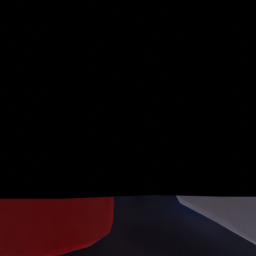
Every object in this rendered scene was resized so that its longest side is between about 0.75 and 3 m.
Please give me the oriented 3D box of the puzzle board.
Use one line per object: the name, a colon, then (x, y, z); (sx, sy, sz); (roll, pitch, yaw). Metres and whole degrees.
puzzle board: (-0.287, 0.034, 0.086); (2.210, 0.255, 2.932); (1, 2, 6)
